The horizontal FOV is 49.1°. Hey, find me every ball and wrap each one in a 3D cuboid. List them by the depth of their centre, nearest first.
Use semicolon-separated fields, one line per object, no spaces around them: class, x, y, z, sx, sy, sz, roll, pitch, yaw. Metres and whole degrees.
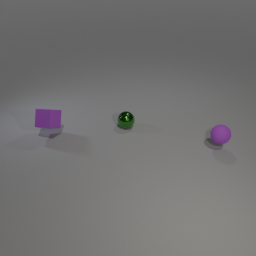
ball;3.281;0.223;9.906;0.700;0.700;0.700;0;32;0
ball;-0.078;-0.330;11.346;0.700;0.700;0.700;0;32;0

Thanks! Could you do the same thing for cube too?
cube;-3.010;-0.360;10.585;0.700;0.700;0.700;5;3;19
